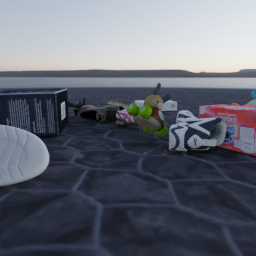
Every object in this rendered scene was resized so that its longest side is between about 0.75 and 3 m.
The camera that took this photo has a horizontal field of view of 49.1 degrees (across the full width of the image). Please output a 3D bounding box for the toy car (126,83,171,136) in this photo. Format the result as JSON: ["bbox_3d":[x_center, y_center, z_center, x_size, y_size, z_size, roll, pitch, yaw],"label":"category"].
[{"bbox_3d":[0.863,-0.666,8.801,1.111,1.408,1.156,15,-25,50],"label":"toy car"}]

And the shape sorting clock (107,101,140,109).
[{"bbox_3d":[0.280,-0.856,12.556,2.458,0.482,2.458,12,1,0],"label":"shape sorting clock"}]

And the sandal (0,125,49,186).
[{"bbox_3d":[-2.937,0.601,5.104,2.945,1.198,0.724,-2,-30,-9],"label":"sandal"}]

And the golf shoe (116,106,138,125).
[{"bbox_3d":[0.172,-0.483,10.358,0.638,0.809,1.757,1,1,-45],"label":"golf shoe"}]

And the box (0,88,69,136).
[{"bbox_3d":[-3.382,-0.605,9.688,2.303,1.452,2.343,-1,11,-3],"label":"box"}]

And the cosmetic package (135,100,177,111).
[{"bbox_3d":[1.530,-1.276,15.810,2.052,0.530,1.547,-2,13,-10],"label":"cosmetic package"}]

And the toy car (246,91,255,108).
[{"bbox_3d":[6.598,-1.257,13.085,2.002,1.501,1.752,9,14,39],"label":"toy car"}]

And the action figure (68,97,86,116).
[{"bbox_3d":[-3.228,-1.050,12.698,2.446,1.248,1.454,-4,1,-27],"label":"action figure"}]

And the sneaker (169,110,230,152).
[{"bbox_3d":[2.021,0.072,7.696,1.447,0.888,2.223,5,12,18],"label":"sneaker"}]

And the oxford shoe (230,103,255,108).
[{"bbox_3d":[3.956,-0.438,10.656,0.852,0.833,2.337,-25,0,-3],"label":"oxford shoe"}]

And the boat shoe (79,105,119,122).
[{"bbox_3d":[-1.133,-0.507,11.693,1.935,0.721,0.709,2,29,12],"label":"boat shoe"}]

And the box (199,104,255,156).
[{"bbox_3d":[3.047,0.006,7.468,1.026,1.112,2.167,-7,11,-35],"label":"box"}]
